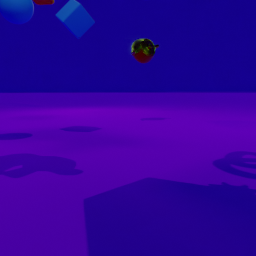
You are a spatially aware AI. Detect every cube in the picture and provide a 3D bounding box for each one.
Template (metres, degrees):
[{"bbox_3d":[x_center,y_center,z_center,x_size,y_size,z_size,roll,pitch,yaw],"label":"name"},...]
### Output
[{"bbox_3d":[-1.675,-3.466,8.888,0.765,0.765,0.765,43,5,-46],"label":"cube"}]

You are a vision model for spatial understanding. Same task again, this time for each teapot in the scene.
[{"bbox_3d":[0.633,-3.100,11.113,1.617,1.005,0.792,-25,6,-35],"label":"teapot"}]

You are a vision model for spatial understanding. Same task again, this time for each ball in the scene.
[{"bbox_3d":[-3.063,-3.331,7.688,0.905,0.905,0.905,0,8,0],"label":"ball"}]

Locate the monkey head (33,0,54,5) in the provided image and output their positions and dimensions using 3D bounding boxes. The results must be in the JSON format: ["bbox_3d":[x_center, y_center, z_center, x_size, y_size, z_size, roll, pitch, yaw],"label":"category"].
[{"bbox_3d":[-1.630,-2.868,5.128,1.441,0.869,1.037,-24,-21,31],"label":"monkey head"}]
